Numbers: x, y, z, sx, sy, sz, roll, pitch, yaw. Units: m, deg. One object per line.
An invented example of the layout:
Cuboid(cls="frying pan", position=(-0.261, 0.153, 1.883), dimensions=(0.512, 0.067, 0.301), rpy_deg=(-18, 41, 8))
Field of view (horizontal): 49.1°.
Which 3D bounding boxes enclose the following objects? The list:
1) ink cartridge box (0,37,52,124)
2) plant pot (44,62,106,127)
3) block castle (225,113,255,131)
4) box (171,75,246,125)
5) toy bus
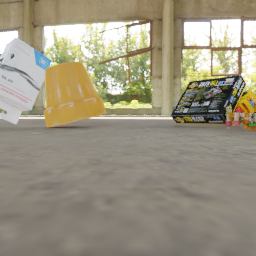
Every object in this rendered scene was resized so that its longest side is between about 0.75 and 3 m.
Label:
Cuboid(cls="ink cartridge box", position=(-3.975, -1.617, 9.973), dimensions=(1.529, 2.636, 0.894), rpy_deg=(30, -21, -38))
Cuboid(cls="plant pot", position=(-1.687, -1.013, 8.242), dimensions=(1.784, 1.633, 1.784), rpy_deg=(-13, 5, 1))
Cuboid(cls="block castle", position=(2.916, -0.146, 6.867), dimensions=(0.889, 0.417, 0.594), rpy_deg=(2, 0, -5))
Cuboid(cls="box", position=(2.544, -0.876, 9.055), dimensions=(2.018, 1.611, 0.498), rpy_deg=(1, -38, 51))
Cuboid(cls="toy bus", position=(3.545, -0.592, 8.732), dimensions=(1.156, 0.785, 1.110), rpy_deg=(-35, -3, 20))
